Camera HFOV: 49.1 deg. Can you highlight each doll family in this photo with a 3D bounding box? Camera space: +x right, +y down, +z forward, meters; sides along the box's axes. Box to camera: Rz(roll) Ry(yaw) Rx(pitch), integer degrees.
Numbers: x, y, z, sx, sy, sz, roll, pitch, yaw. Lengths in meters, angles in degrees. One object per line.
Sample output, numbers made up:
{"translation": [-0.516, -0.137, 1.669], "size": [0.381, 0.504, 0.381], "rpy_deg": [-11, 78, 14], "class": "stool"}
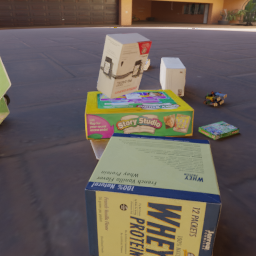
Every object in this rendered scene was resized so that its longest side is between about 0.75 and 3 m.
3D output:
{"translation": [3.388, -1.184, 11.068], "size": [1.122, 0.440, 0.648], "rpy_deg": [-15, 24, -41], "class": "doll family"}

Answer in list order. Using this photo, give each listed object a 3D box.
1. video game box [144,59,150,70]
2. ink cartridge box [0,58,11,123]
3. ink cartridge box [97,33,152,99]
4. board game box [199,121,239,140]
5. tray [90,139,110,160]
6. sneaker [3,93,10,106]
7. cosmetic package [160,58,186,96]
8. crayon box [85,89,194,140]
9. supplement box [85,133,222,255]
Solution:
{"translation": [0.471, -3.939, 17.195], "size": [1.586, 0.408, 1.741], "rpy_deg": [7, 25, 8], "class": "video game box"}
{"translation": [-3.808, -1.219, 7.594], "size": [2.714, 1.975, 0.651], "rpy_deg": [-34, -15, 34], "class": "ink cartridge box"}
{"translation": [-0.122, -1.665, 7.509], "size": [1.128, 1.554, 0.648], "rpy_deg": [-22, 49, -42], "class": "ink cartridge box"}
{"translation": [2.780, 0.061, 8.566], "size": [1.017, 0.148, 0.684], "rpy_deg": [-13, 27, -27], "class": "board game box"}
{"translation": [-0.597, 0.520, 7.540], "size": [0.713, 0.147, 1.327], "rpy_deg": [-7, 25, -14], "class": "tray"}
{"translation": [-4.985, -0.425, 8.850], "size": [1.068, 0.996, 2.694], "rpy_deg": [30, 43, 33], "class": "sneaker"}
{"translation": [1.984, -2.380, 12.706], "size": [0.905, 1.243, 2.445], "rpy_deg": [1, 23, 3], "class": "cosmetic package"}
{"translation": [0.208, -0.507, 8.804], "size": [2.988, 0.871, 2.578], "rpy_deg": [-2, 21, -6], "class": "crayon box"}
{"translation": [0.459, 1.107, 4.838], "size": [1.908, 1.281, 1.906], "rpy_deg": [4, 24, 8], "class": "supplement box"}
